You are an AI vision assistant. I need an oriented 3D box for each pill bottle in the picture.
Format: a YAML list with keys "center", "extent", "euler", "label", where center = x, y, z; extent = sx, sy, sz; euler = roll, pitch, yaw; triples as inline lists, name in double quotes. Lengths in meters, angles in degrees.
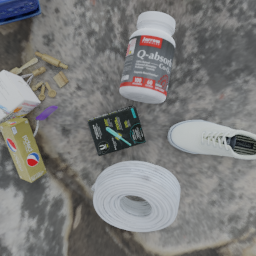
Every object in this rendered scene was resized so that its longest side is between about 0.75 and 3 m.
- center: [0.603, -1.963, 7.992]
  extent: [1.346, 1.346, 2.323]
  euler: [10, 85, 1]
  label: "pill bottle"

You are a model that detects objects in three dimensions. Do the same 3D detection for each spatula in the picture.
- center: [-2.788, 0.134, 8.285]
  extent: [0.210, 0.579, 2.048]
  euler: [35, 93, 8]
  label: "spatula"

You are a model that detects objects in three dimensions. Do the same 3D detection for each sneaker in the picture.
- center: [2.584, 0.300, 7.987]
  extent: [2.832, 1.003, 1.034]
  euler: [6, 86, 0]
  label: "sneaker"

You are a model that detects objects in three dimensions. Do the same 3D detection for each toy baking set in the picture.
- center: [-2.697, -1.635, 8.526]
  extent: [1.756, 0.204, 1.347]
  euler: [30, 88, 3]
  label: "toy baking set"

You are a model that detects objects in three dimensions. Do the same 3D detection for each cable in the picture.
- center: [0.217, 1.841, 7.402]
  extent: [2.298, 0.796, 2.299]
  euler: [25, 129, -6]
  label: "cable"

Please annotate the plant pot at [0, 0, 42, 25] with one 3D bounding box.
- center: [-3.476, -4.007, 8.080]
  extent: [1.652, 1.485, 1.652]
  euler: [-16, 86, -2]
  label: "plant pot"

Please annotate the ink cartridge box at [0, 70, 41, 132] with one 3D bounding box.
- center: [-3.509, -0.721, 7.956]
  extent: [1.452, 1.069, 1.050]
  euler: [-38, 87, 5]
  label: "ink cartridge box"

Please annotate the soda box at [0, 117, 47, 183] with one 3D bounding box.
- center: [-2.859, 0.603, 7.682]
  extent: [0.587, 0.555, 1.733]
  euler: [8, 120, 38]
  label: "soda box"

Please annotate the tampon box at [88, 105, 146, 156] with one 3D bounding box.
- center: [-0.322, 0.053, 7.984]
  extent: [1.384, 0.874, 1.037]
  euler: [-17, 98, -1]
  label: "tampon box"
